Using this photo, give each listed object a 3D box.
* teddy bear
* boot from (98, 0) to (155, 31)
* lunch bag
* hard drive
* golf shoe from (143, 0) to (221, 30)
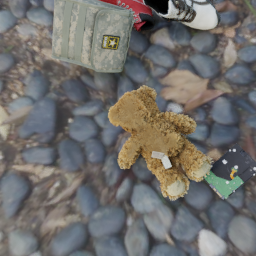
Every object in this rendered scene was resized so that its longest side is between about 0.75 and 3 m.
[{"bbox_3d":[0.757,0.362,6.877,2.839,0.948,2.059,34,98,5],"label":"teddy bear"},{"bbox_3d":[-0.122,-3.545,8.413,1.907,0.691,1.376,4,61,-15],"label":"boot"},{"bbox_3d":[-0.921,-2.549,7.660,2.061,1.691,1.212,16,31,5],"label":"lunch bag"},{"bbox_3d":[2.502,1.069,6.845,1.191,0.225,0.832,-46,74,12],"label":"hard drive"},{"bbox_3d":[1.520,-3.433,8.270,2.513,0.977,1.187,24,54,-5],"label":"golf shoe"}]
